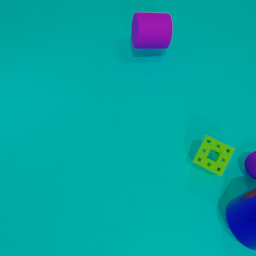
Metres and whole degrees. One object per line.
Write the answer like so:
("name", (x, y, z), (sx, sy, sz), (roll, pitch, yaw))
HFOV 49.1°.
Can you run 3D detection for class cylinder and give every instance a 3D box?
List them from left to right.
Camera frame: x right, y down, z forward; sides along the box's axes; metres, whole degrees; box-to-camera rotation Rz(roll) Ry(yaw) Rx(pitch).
("cylinder", (0.823, -3.473, 10.029), (1.230, 1.230, 1.230), (-3, 54, -10))
("cylinder", (3.124, 1.969, 6.371), (1.255, 1.255, 1.255), (17, 47, -19))

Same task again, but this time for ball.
("ball", (3.580, 1.003, 7.569), (0.804, 0.804, 0.804), (0, 54, 0))

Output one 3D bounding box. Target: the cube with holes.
("cube with holes", (2.281, 0.747, 7.537), (0.783, 0.783, 0.783), (27, 90, 15))
